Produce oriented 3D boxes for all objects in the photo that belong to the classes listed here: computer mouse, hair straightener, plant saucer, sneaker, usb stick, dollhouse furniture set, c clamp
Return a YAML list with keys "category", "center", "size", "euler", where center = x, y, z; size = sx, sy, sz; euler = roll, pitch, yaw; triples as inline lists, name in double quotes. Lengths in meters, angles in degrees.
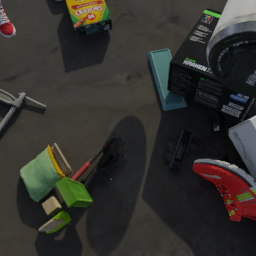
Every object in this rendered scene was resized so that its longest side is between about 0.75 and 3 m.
- category: "computer mouse"
  center: [3.504, -0.501, 8.763]
  size: [1.926, 0.508, 1.334]
  euler: [4, 68, 2]
- category: "hair straightener"
  center: [-0.804, 1.185, 8.230]
  size: [0.902, 0.480, 2.345]
  euler: [44, 67, -8]
- category: "plant saucer"
  center: [1.307, -1.693, 9.405]
  size: [0.802, 0.218, 2.294]
  euler: [-11, 70, -4]
- category: "sneaker"
  center: [2.952, 1.860, 7.551]
  size: [2.885, 1.111, 1.225]
  euler: [33, 77, 12]
- category: "usb stick"
  center: [1.599, 0.693, 8.449]
  size: [0.388, 0.228, 1.400]
  euler: [22, 70, 2]
- category: "sneaker"
  center: [-3.281, -2.877, 7.193]
  size: [0.393, 0.621, 1.104]
  euler: [-29, 72, -15]
- category: "dollhouse furniture set"
  center: [-2.175, 1.474, 7.432]
  size: [1.420, 1.088, 2.168]
  euler: [-37, 67, 1]
- category: "c clamp"
  center: [-4.117, -0.303, 8.786]
  size: [2.042, 0.324, 2.390]
  euler: [30, 71, 11]

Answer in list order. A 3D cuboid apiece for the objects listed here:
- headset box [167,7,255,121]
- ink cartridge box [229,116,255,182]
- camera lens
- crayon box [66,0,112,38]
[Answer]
- category: "headset box"
  center: [3.000, -2.108, 8.685]
  size: [2.534, 1.350, 2.910]
  euler: [27, 64, 18]
- category: "ink cartridge box"
  center: [4.489, 0.263, 7.836]
  size: [2.628, 1.100, 1.896]
  euler: [-24, 80, -17]
- category: "camera lens"
  center: [2.919, -2.050, 5.656]
  size: [2.074, 2.074, 2.592]
  euler: [24, 71, 9]
- category: "crayon box"
  center: [-1.511, -4.390, 10.237]
  size: [1.348, 0.540, 2.124]
  euler: [-17, 65, -7]
